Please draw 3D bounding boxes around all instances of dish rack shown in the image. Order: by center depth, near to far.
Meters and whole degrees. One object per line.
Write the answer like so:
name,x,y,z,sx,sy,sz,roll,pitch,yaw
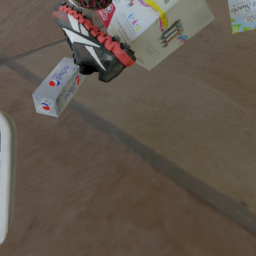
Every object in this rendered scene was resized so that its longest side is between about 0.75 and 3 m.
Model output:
dish rack,-2.863,0.529,4.508,2.611,2.241,0.568,11,15,13

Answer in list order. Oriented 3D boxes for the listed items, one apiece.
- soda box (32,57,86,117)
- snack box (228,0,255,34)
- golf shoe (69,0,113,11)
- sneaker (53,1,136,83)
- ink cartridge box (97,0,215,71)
soda box,-1.899,-1.228,8.028,0.691,0.642,2.025,12,45,9
snack box,3.616,-3.868,8.143,0.497,1.878,1.335,-19,12,-34
golf shoe,-0.665,-2.902,5.781,0.894,0.705,1.942,16,40,27
sneaker,-1.061,-2.041,6.841,2.550,0.901,1.246,41,98,13
ink cartridge box,0.768,-3.224,7.832,1.775,2.454,1.783,14,45,-58
